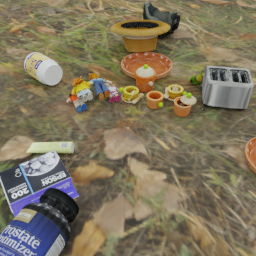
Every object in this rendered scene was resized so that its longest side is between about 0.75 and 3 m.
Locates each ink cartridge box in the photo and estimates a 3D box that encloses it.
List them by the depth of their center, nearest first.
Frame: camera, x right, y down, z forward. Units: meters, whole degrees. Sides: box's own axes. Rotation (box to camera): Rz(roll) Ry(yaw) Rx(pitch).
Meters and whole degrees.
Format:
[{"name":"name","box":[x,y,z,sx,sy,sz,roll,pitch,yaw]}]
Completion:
[{"name":"ink cartridge box","box":[-2.344,1.465,7.296,1.618,0.354,1.634,-23,47,-25]}]

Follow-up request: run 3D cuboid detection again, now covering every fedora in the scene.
[{"name":"fedora","box":[0.559,-4.223,13.024,2.952,1.204,2.952,-1,30,1]}]

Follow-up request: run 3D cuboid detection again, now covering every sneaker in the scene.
[{"name":"sneaker","box":[1.759,-5.926,15.217,1.711,1.142,2.987,-7,44,-11]}]

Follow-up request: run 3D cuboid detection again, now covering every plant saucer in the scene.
[{"name":"plant saucer","box":[4.287,0.923,7.952,1.894,0.306,1.894,0,40,0]},{"name":"plant saucer","box":[0.794,-2.634,11.999,2.174,0.351,2.174,0,40,0]}]

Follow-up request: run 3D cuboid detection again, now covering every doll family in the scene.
[{"name":"doll family","box":[-1.292,-1.480,10.210,2.060,0.928,1.279,-17,45,-20]}]

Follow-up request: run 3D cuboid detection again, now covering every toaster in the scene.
[{"name":"toaster","box":[3.510,-1.443,10.090,1.604,1.053,1.774,6,42,9]}]

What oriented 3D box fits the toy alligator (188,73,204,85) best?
[{"name":"toy alligator","box":[2.946,-2.002,11.254,1.570,0.377,0.520,-25,15,-38]}]

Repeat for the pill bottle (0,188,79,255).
[{"name":"pill bottle","box":[-1.942,2.313,5.682,1.202,1.202,2.149,16,43,18]}]

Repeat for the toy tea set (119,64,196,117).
[{"name":"toy tea set","box":[1.158,-1.448,10.095,2.818,1.043,1.676,19,44,20]}]

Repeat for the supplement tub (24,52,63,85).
[{"name":"supplement tub","box":[-3.359,-2.341,11.148,1.376,1.001,1.001,32,50,32]}]

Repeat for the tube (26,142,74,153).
[{"name":"tube","box":[-2.295,0.583,8.357,1.343,0.390,0.349,-1,78,4]}]
